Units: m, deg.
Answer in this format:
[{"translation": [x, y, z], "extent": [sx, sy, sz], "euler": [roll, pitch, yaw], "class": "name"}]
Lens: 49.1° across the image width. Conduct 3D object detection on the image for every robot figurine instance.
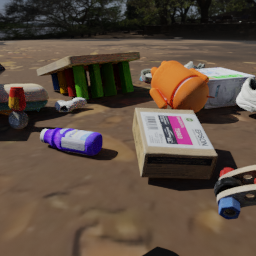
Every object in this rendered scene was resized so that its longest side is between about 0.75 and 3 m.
[{"translation": [1.466, -1.150, 8.092], "extent": [1.466, 1.188, 2.038], "euler": [-2, 36, -39], "class": "robot figurine"}]

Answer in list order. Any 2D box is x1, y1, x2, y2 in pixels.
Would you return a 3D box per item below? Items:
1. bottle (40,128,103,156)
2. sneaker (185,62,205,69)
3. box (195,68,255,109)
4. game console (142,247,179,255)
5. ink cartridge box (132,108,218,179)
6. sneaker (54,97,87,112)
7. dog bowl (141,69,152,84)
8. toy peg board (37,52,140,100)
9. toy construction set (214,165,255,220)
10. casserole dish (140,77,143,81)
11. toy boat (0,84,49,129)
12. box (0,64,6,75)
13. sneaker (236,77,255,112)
[{"translation": [-1.207, 0.252, 5.874], "extent": [1.318, 0.430, 0.550], "euler": [8, 22, 20], "class": "bottle"}, {"translation": [2.537, -2.507, 12.498], "extent": [1.961, 0.902, 0.742], "euler": [-5, 21, -13], "class": "sneaker"}, {"translation": [2.899, -1.399, 9.517], "extent": [1.774, 0.972, 2.010], "euler": [-7, 21, -13], "class": "box"}, {"translation": [-0.073, 1.789, 2.055], "extent": [2.241, 0.270, 1.322], "euler": [-16, 26, -35], "class": "game console"}, {"translation": [0.778, 0.232, 5.207], "extent": [1.251, 0.570, 1.518], "euler": [1, 33, -7], "class": "ink cartridge box"}, {"translation": [-1.698, -0.648, 8.494], "extent": [0.978, 0.366, 0.487], "euler": [-14, 37, -21], "class": "sneaker"}, {"translation": [1.012, -2.298, 12.483], "extent": [0.918, 0.339, 0.918], "euler": [4, 36, -3], "class": "dog bowl"}, {"translation": [-1.447, -1.835, 10.597], "extent": [2.919, 1.428, 2.907], "euler": [-14, 9, -36], "class": "toy peg board"}, {"translation": [1.980, 0.570, 3.067], "extent": [1.472, 1.356, 1.765], "euler": [42, 35, 18], "class": "toy construction set"}, {"translation": [0.989, -2.362, 13.127], "extent": [0.608, 0.195, 1.004], "euler": [19, 28, 40], "class": "casserole dish"}, {"translation": [-3.104, -0.667, 7.763], "extent": [1.887, 1.043, 2.245], "euler": [-4, 13, -22], "class": "toy boat"}, {"translation": [-4.945, -1.392, 7.660], "extent": [1.887, 1.638, 2.856], "euler": [-38, 20, 7], "class": "box"}, {"translation": [3.773, -0.717, 7.285], "extent": [0.777, 0.991, 1.994], "euler": [-31, 45, -28], "class": "sneaker"}]
